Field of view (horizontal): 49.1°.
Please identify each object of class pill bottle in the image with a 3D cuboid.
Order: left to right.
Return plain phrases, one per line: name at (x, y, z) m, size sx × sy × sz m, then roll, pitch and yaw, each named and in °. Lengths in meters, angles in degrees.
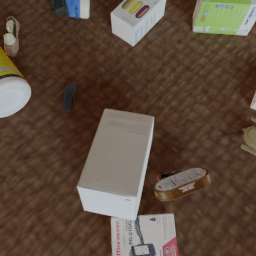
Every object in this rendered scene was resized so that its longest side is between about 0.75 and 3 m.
pill bottle at (-4.356, -1.770, 8.684) m, size 1.539 × 1.539 × 2.737 m, roll -36°, pitch 73°, yaw -13°

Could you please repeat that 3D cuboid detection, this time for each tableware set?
tableware set at (4.261, 0.660, 8.364) m, size 1.905 × 0.382 × 1.259 m, roll 31°, pitch 60°, yaw 5°

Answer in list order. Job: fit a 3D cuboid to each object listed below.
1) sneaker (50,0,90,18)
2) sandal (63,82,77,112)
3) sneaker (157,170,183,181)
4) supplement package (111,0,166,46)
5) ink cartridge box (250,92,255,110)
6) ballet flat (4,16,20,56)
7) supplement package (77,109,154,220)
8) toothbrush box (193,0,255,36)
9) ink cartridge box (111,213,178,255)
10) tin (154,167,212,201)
sneaker at (-2.197, -5.368, 10.330) m, size 1.578 × 1.089 × 2.837 m, roll 1°, pitch 75°, yaw -9°
sandal at (-1.907, -1.014, 9.123) m, size 0.388 × 0.218 × 1.020 m, roll 10°, pitch 78°, yaw 11°
sneaker at (1.257, 1.386, 8.084) m, size 0.804 × 0.329 × 0.310 m, roll -15°, pitch 69°, yaw -5°
supplement package at (0.374, -3.993, 9.835) m, size 1.041 × 1.003 × 1.831 m, roll 36°, pitch 73°, yaw 13°
ink cartridge box at (4.632, -1.101, 8.940) m, size 0.982 × 0.554 × 1.337 m, roll 26°, pitch 71°, yaw 10°
ballet flat at (-4.126, -3.255, 9.813) m, size 0.523 × 0.516 × 1.535 m, roll -6°, pitch 69°, yaw -3°
supplement package at (-0.222, 0.908, 7.336) m, size 1.419 × 1.414 × 2.419 m, roll 10°, pitch 52°, yaw 7°
toothbrush box at (3.349, -4.020, 9.617) m, size 1.973 × 1.437 × 0.849 m, roll 6°, pitch 68°, yaw 3°
ink cartridge box at (0.386, 2.903, 7.290) m, size 1.650 × 0.696 × 1.195 m, roll -3°, pitch 69°, yaw -1°
tin at (1.455, 1.483, 7.552) m, size 1.590 × 0.890 × 0.333 m, roll -20°, pitch 98°, yaw -6°
